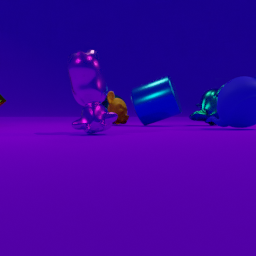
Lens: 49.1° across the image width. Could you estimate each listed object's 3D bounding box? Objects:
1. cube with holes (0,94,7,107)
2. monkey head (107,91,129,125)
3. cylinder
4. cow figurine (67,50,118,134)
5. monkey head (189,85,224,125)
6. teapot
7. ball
[{"bbox_3d":[-4.027,-0.732,7.493,0.949,0.949,0.949,-47,20,-24],"label":"cube with holes"},{"bbox_3d":[-0.451,-0.492,9.110,0.933,1.297,0.782,-26,35,-15],"label":"monkey head"},{"bbox_3d":[0.871,-0.818,8.439,1.205,1.205,1.205,-18,-3,16],"label":"cylinder"},{"bbox_3d":[-0.626,-0.580,4.581,0.723,1.317,1.296,-13,27,-2],"label":"cow figurine"},{"bbox_3d":[2.517,-0.692,8.685,1.334,1.117,1.854,2,-16,-16],"label":"monkey head"},{"bbox_3d":[2.553,-0.598,6.402,1.225,1.970,0.965,21,37,-27],"label":"teapot"},{"bbox_3d":[-0.575,-0.698,10.366,1.086,1.086,1.086,0,2,0],"label":"ball"}]
